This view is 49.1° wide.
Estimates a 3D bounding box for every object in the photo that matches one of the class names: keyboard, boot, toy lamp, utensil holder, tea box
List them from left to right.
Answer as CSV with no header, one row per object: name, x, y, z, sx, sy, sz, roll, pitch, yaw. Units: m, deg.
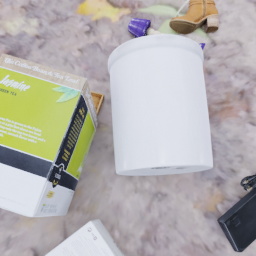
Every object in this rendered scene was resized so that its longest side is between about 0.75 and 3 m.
tea box,-2.036,0.388,6.391,1.885,2.821,2.775,18,73,4
utensil holder,0.737,-0.363,6.842,2.428,2.428,2.857,-2,76,-1
toy lamp,1.123,-2.697,8.461,2.353,0.685,0.685,24,75,8
boot,2.033,-3.655,8.755,1.635,0.627,1.269,-3,74,-3
keyboard,3.396,1.641,6.957,2.820,0.362,1.694,-36,114,-13

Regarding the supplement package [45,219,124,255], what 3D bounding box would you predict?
supplement package,-1.146,3.386,6.080,2.249,1.694,1.707,-35,76,-10

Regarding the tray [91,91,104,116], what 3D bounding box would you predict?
tray,-1.423,-0.821,8.118,1.335,0.247,0.659,17,74,4
